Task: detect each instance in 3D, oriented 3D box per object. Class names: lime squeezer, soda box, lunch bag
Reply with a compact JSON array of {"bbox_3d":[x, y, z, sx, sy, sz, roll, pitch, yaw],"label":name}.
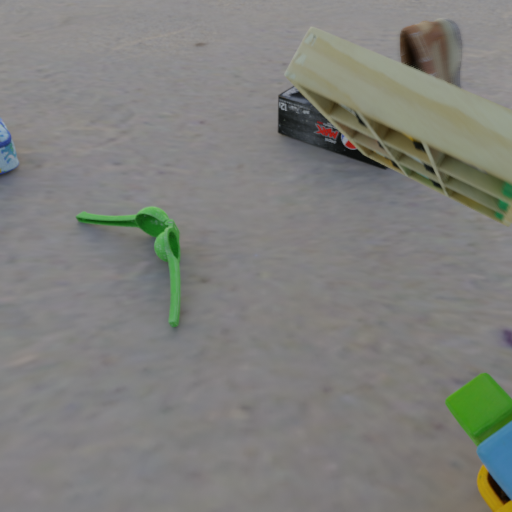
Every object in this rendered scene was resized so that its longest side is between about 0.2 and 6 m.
[{"bbox_3d":[-1.698,-0.204,8.827,1.138,0.608,3.223,-26,47,-28],"label":"lime squeezer"},{"bbox_3d":[1.741,-2.721,11.582,2.648,0.937,0.838,26,48,27],"label":"soda box"},{"bbox_3d":[-5.684,-2.178,11.062,1.580,0.810,1.965,-22,43,-20],"label":"lunch bag"}]

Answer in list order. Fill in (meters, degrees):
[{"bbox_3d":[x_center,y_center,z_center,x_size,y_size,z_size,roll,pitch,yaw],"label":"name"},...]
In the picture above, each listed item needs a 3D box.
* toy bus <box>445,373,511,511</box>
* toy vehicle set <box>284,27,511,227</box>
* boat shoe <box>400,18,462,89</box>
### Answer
[{"bbox_3d":[2.193,2.764,4.313,1.623,3.141,2.964,-36,52,4],"label":"toy bus"},{"bbox_3d":[1.825,-1.120,5.830,2.146,0.458,3.453,31,10,20],"label":"toy vehicle set"},{"bbox_3d":[2.551,-2.288,8.347,0.869,2.420,0.916,-5,-4,-12],"label":"boat shoe"}]
